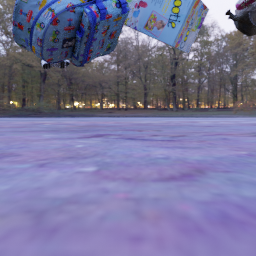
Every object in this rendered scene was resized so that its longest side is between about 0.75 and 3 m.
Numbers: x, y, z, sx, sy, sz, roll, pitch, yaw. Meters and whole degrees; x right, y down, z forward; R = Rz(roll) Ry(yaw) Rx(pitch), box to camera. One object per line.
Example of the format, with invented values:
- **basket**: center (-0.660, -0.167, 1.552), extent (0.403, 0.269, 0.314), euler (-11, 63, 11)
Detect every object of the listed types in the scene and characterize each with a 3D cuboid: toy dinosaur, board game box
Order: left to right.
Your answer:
- **board game box**: center (0.760, -3.606, 8.632), extent (2.834, 1.486, 1.460), euler (33, 20, 23)
- **toy dinosaur**: center (2.967, -2.635, 6.999), extent (0.687, 0.913, 1.786), euler (-37, -19, 3)

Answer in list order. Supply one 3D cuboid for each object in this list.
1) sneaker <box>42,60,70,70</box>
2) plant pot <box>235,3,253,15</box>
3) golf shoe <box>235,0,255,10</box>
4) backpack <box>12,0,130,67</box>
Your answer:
- **sneaker**: center (-2.834, -2.568, 10.953), extent (1.089, 0.409, 0.441), euler (-9, 47, -28)
- **plant pot**: center (4.318, -3.847, 9.479), extent (1.059, 1.059, 0.919), euler (-2, -19, -43)
- **golf shoe**: center (2.297, -2.568, 5.153), extent (0.871, 0.398, 0.328), euler (-41, -23, 16)
- **backpack**: center (-1.643, -2.863, 7.747), extent (2.739, 1.843, 2.501), euler (-33, -13, -37)
